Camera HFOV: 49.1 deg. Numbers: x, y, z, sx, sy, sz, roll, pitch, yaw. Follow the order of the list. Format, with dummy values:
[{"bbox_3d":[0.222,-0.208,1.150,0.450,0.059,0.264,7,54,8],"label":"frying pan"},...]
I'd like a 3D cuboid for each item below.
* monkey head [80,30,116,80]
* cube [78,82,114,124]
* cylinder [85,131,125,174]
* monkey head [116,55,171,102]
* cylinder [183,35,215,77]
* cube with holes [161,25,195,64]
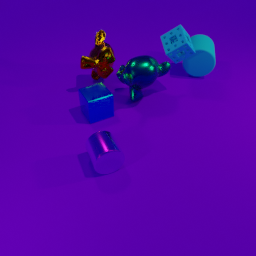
[{"bbox_3d":[-1.073,-2.329,9.499,1.302,1.810,1.090,-4,35,-24],"label":"monkey head"},{"bbox_3d":[-0.960,-0.768,8.520,0.812,0.812,0.812,-20,44,-22],"label":"cube"},{"bbox_3d":[-0.576,0.600,6.940,0.786,0.786,0.786,-15,43,-17],"label":"cylinder"},{"bbox_3d":[0.415,-1.519,8.740,1.995,1.436,1.202,-23,19,-36],"label":"monkey head"},{"bbox_3d":[2.620,-2.678,10.369,1.140,1.140,1.140,7,45,8],"label":"cylinder"},{"bbox_3d":[1.583,-2.630,8.865,0.719,0.719,0.719,-25,65,27],"label":"cube with holes"}]
